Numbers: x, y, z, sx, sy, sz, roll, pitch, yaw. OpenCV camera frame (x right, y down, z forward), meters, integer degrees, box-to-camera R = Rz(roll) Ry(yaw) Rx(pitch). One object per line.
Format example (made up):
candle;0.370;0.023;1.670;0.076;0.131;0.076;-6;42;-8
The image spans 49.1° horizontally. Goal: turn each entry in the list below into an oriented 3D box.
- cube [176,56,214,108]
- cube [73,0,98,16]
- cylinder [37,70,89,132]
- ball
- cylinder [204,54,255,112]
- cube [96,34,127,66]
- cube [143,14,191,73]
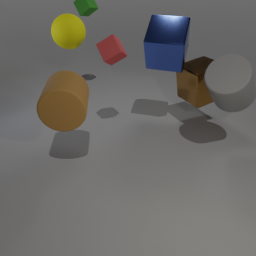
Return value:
cube;2.879;-1.845;11.073;1.400;1.400;1.400;-21;34;-17
cube;-1.937;-5.668;12.933;0.700;0.700;0.700;-23;6;32
cylinder;-1.913;-0.837;8.481;1.400;1.400;1.400;-2;34;-3
ball;-2.458;-3.985;11.596;1.400;1.400;1.400;0;30;0
cylinder;3.309;-1.405;9.008;1.400;1.400;1.400;-12;64;25
cube;-0.556;-2.704;9.754;0.700;0.700;0.700;-27;-7;16
cube;1.427;-3.057;10.188;1.400;1.400;1.400;10;62;13
